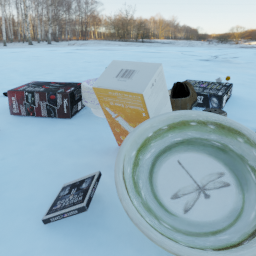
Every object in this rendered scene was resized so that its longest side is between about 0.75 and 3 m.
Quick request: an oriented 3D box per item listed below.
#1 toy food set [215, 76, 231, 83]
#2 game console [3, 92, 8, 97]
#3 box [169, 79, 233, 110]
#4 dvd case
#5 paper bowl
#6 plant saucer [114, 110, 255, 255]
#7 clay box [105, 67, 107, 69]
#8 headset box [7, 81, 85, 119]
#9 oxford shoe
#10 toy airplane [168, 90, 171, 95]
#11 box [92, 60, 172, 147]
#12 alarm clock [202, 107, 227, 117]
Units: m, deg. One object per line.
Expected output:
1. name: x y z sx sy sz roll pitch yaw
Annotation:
1. toy food set: 4.484 -2.147 13.915 1.368 0.653 0.616 -25 7 29
2. game console: -5.208 -1.716 13.552 1.542 0.186 0.910 -17 25 -37
3. box: 3.315 -1.580 12.517 2.267 0.616 2.830 9 22 24
4. dvd case: -0.959 1.210 5.006 0.846 0.139 1.125 -22 16 14
5. paper bowl: -0.528 -1.124 10.379 2.332 1.213 2.332 0 20 0
6. plant saucer: 1.173 0.887 4.713 2.811 0.706 2.811 1 48 -1
7. clay box: -0.202 -2.693 14.739 2.106 1.210 0.501 -16 25 -36
8. headset box: -3.127 -1.151 10.781 2.636 0.989 1.959 4 20 10
9. oxford shoe: 2.058 -1.279 10.293 0.977 1.135 2.690 -1 29 15
10. toy airplane: 1.238 -1.410 11.863 1.083 0.768 1.088 -34 38 0
11. box: 0.239 -0.455 6.870 1.335 2.146 1.046 11 53 30
12. alarm clock: 3.034 -0.380 9.566 0.873 0.431 1.295 -10 25 -27
